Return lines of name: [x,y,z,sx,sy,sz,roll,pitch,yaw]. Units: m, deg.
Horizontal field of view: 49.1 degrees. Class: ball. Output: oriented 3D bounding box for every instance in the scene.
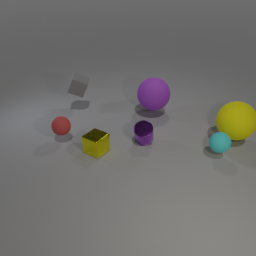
ball: [1.091,-1.444,11.918,1.400,1.400,1.400,0,30,0]
ball: [3.896,-0.254,10.069,1.400,1.400,1.400,0,30,0]
ball: [3.080,0.486,9.373,0.700,0.700,0.700,0,30,0]
ball: [-2.426,-0.077,10.172,0.700,0.700,0.700,0,30,0]

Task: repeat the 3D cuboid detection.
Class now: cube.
cube: [-1.116,0.532,9.843,0.700,0.700,0.700,19,36,30]
cube: [-2.155,-1.864,12.129,0.700,0.700,0.700,18,32,-16]

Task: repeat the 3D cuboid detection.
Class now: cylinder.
cylinder: [0.581,0.187,10.226,0.700,0.700,0.700,-3,59,5]
